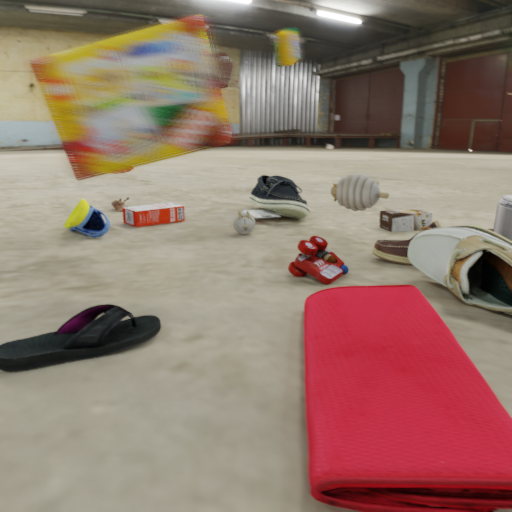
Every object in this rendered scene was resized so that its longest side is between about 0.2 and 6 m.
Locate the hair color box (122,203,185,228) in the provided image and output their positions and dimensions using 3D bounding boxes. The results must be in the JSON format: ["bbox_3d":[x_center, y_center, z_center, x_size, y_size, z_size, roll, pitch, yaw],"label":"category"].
[{"bbox_3d":[-2.768,-1.119,15.179,1.469,0.470,0.815,-12,18,-36],"label":"hair color box"}]

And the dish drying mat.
[{"bbox_3d":[1.376,1.156,6.001,1.720,0.408,4.479,0,15,4],"label":"dish drying mat"}]

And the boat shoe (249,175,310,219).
[{"bbox_3d":[0.663,-1.782,16.236,1.261,1.052,3.381,17,8,-19],"label":"boat shoe"}]

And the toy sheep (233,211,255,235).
[{"bbox_3d":[-0.288,-0.782,13.577,0.585,0.585,0.849,0,11,1],"label":"toy sheep"}]

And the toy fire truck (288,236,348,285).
[{"bbox_3d":[1.160,0.140,10.002,0.900,0.601,1.072,33,28,22],"label":"toy fire truck"}]

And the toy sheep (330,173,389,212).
[{"bbox_3d":[1.949,-1.203,10.602,1.155,0.796,0.796,4,14,31],"label":"toy sheep"}]

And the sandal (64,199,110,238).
[{"bbox_3d":[-4.113,-0.834,13.699,0.923,0.843,2.120,32,-4,-19],"label":"sandal"}]

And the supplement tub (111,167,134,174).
[{"bbox_3d":[-3.038,-3.021,11.917,1.404,2.292,1.404,3,-15,1],"label":"supplement tub"}]

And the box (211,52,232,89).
[{"bbox_3d":[-0.948,-3.105,9.553,0.996,0.499,0.373,0,-26,27],"label":"box"}]

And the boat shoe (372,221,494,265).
[{"bbox_3d":[3.460,-0.285,10.937,2.314,0.833,0.835,3,14,11],"label":"boat shoe"}]

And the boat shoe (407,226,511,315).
[{"bbox_3d":[3.393,0.170,8.518,1.004,1.097,2.935,-2,13,-35],"label":"boat shoe"}]

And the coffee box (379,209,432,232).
[{"bbox_3d":[3.820,-0.911,14.324,1.145,0.457,0.655,-4,14,-16],"label":"coffee box"}]

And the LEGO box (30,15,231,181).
[{"bbox_3d":[-1.834,-2.471,8.792,2.544,1.895,0.982,-13,23,6],"label":"LEGO box"}]

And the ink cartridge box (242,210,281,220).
[{"bbox_3d":[0.151,-1.078,15.561,0.807,0.250,0.995,-3,19,-21],"label":"ink cartridge box"}]

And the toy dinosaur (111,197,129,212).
[{"bbox_3d":[-4.295,-1.576,17.340,0.868,0.373,0.589,5,20,43],"label":"toy dinosaur"}]

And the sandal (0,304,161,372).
[{"bbox_3d":[-2.057,0.914,6.746,2.018,0.483,0.758,-10,17,-35],"label":"sandal"}]

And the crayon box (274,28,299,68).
[{"bbox_3d":[0.527,-3.503,9.411,0.208,0.507,0.806,2,30,19],"label":"crayon box"}]

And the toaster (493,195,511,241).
[{"bbox_3d":[5.320,-0.468,10.774,1.120,1.273,1.970,-1,14,1],"label":"toaster"}]
